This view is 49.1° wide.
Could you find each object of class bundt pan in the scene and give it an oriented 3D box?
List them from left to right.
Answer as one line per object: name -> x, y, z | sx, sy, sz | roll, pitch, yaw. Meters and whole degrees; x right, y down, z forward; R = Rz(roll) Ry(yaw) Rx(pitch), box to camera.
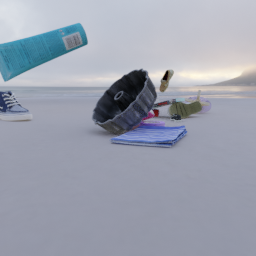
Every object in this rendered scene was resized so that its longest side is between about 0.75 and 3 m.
bundt pan -> -0.023, -0.777, 9.047 | 0.885, 2.359, 2.359 | 43, -16, -28

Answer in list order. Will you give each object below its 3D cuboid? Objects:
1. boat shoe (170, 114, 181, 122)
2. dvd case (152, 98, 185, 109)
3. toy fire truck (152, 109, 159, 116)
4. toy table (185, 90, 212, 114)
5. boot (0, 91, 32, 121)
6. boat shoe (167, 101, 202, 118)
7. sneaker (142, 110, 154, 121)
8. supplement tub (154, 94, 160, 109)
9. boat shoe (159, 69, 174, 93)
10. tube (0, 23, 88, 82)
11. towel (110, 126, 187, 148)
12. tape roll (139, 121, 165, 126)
boat shoe -> 2.161, -0.485, 12.530 | 0.393, 0.314, 1.040 | -2, 8, -11
dvd case -> 1.789, -1.202, 13.967 | 1.799, 0.198, 1.313 | -14, 0, 30
toy fire truck -> 0.805, -0.774, 14.371 | 1.572, 0.383, 1.109 | 2, 9, 10
toy table -> 4.043, -1.441, 16.205 | 1.520, 1.397, 0.890 | 1, -7, 17
boot -> -5.520, -1.072, 13.072 | 2.920, 1.319, 1.062 | 6, 10, 37
boat shoe -> 2.682, -0.846, 13.854 | 2.214, 0.827, 0.757 | -7, -8, -36
sneaker -> 0.321, -0.833, 10.476 | 1.047, 1.242, 2.839 | -19, 0, 6
supplement tub -> 0.780, -1.630, 16.568 | 1.462, 1.462, 2.083 | -4, 9, -26
boat shoe -> 1.737, -2.247, 13.285 | 0.396, 1.193, 0.441 | -2, 33, -42
tube -> -2.797, -2.581, 9.104 | 2.987, 1.157, 0.753 | -25, 7, -16
towel -> 0.694, 0.169, 7.981 | 1.674, 0.276, 2.312 | 2, 8, 20
tape roll -> 0.823, -0.063, 9.609 | 0.871, 0.286, 0.871 | 0, 7, 0
